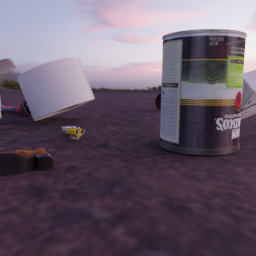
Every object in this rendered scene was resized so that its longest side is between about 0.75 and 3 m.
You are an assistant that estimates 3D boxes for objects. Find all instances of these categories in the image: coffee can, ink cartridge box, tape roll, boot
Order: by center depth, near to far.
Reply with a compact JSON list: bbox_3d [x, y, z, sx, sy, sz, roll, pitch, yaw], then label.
[{"bbox_3d":[-1.994,0.501,5.192,1.060,0.386,1.126,-5,10,-27],"label":"boot"},{"bbox_3d":[1.666,-0.813,6.474,1.851,2.530,1.851,0,9,0],"label":"coffee can"},{"bbox_3d":[3.546,-0.863,8.232,1.108,0.638,1.912,-21,-28,-14],"label":"ink cartridge box"},{"bbox_3d":[-2.743,-1.488,10.828,2.502,1.718,2.502,-21,5,2],"label":"tape roll"}]

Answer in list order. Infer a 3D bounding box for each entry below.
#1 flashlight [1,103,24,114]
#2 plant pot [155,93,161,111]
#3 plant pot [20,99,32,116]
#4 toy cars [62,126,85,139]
[{"bbox_3d":[-5.582,-0.962,13.423,1.680,0.571,0.569,2,6,7],"label":"flashlight"},{"bbox_3d":[2.115,-1.354,14.948,0.962,0.971,0.971,3,5,-42],"label":"plant pot"},{"bbox_3d":[-4.390,-0.976,12.687,0.959,0.959,0.950,-7,4,-37],"label":"plant pot"},{"bbox_3d":[-1.533,0.125,7.812,0.580,0.286,1.294,4,4,-23],"label":"toy cars"}]
